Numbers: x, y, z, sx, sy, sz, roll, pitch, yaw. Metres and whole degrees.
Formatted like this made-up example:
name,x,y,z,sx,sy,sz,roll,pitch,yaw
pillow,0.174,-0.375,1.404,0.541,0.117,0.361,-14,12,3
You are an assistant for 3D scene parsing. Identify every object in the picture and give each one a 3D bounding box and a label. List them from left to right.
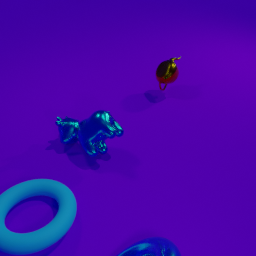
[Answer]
name,x,y,z,sx,sy,sz,roll,pitch,yaw
ring,-1.929,1.702,5.632,1.773,0.355,1.773,-1,33,1
cow figurine,-1.033,-0.006,7.033,1.527,1.552,0.852,51,25,16
ring,-0.023,2.360,4.102,1.922,1.922,0.384,-39,92,-35
teapot,1.299,-1.772,8.866,0.617,1.261,0.784,21,5,-37
